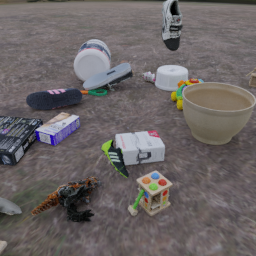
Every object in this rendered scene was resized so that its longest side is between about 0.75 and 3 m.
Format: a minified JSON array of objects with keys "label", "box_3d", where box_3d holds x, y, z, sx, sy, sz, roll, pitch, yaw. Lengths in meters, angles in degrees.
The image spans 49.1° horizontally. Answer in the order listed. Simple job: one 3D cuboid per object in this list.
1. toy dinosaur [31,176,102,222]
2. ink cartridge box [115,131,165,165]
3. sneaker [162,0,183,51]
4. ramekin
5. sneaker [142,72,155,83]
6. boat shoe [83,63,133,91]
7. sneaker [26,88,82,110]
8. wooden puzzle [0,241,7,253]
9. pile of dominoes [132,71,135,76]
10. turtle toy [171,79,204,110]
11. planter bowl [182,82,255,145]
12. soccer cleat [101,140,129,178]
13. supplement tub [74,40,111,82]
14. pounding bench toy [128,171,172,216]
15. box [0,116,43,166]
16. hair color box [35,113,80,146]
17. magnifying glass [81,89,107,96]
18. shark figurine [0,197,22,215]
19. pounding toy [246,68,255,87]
[{"label":"toy dinosaur","box_3d":[-1.410,1.751,6.914,1.780,0.909,1.208,-39,31,-22]},{"label":"ink cartridge box","box_3d":[0.348,0.609,8.805,1.370,0.571,0.995,-6,31,-10]},{"label":"sneaker","box_3d":[1.550,-3.558,9.670,0.643,1.735,0.768,-13,13,-13]},{"label":"ramekin","box_3d":[2.178,-2.511,13.848,1.663,0.811,1.663,0,31,0]},{"label":"sneaker","box_3d":[1.055,-2.578,14.379,0.484,0.446,1.097,-10,24,-14]},{"label":"boat shoe","box_3d":[-0.920,-2.266,13.399,2.415,0.825,0.892,-27,45,-3]},{"label":"sneaker","box_3d":[-3.100,-1.246,11.961,2.300,0.807,0.943,-5,11,-9]},{"label":"wooden puzzle","box_3d":[-3.879,2.831,5.134,2.493,0.577,2.309,6,30,19]},{"label":"pile of dominoes","box_3d":[-0.190,-2.955,15.230,1.043,0.166,0.813,-16,35,-26]},{"label":"turtle toy","box_3d":[2.787,-1.399,11.665,1.599,1.109,2.193,-5,31,-8]},{"label":"planter bowl","box_3d":[2.952,-0.420,9.577,2.327,1.566,2.327,0,31,0]},{"label":"soccer cleat","box_3d":[-0.230,0.682,6.326,0.391,0.326,0.965,-39,69,1]},{"label":"supplement tub","box_3d":[-1.790,-3.521,14.598,1.770,1.770,2.522,-1,31,-1]},{"label":"pounding bench toy","box_3d":[0.479,1.629,6.858,1.031,0.804,0.640,-19,36,-29]},{"label":"box","box_3d":[-4.077,0.337,9.357,1.742,0.473,2.175,4,31,7]},{"label":"hair color box","box_3d":[-2.453,0.002,9.946,0.803,0.476,1.469,13,31,23]},{"label":"magnifying glass","box_3d":[-1.705,-1.654,13.074,1.457,0.163,0.580,1,30,-2]},{"label":"shark figurine","box_3d":[-3.404,1.708,6.526,1.606,0.670,0.960,5,13,-42]},{"label":"pounding toy","box_3d":[6.220,-2.538,13.766,0.819,0.932,0.427,11,32,18]}]
